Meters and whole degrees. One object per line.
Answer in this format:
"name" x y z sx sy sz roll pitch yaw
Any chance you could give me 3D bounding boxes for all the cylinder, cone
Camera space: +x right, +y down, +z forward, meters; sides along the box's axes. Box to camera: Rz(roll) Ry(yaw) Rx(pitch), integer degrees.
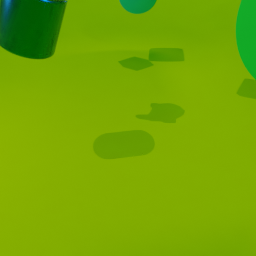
"cylinder" -1.545 -1.747 4.456 0.955 0.955 0.955 18 34 -13
"cylinder" 0.307 -4.679 9.273 1.252 1.252 1.252 -1 54 -2
"cone" 2.046 -1.065 2.761 1.336 1.331 1.331 -16 39 -32
